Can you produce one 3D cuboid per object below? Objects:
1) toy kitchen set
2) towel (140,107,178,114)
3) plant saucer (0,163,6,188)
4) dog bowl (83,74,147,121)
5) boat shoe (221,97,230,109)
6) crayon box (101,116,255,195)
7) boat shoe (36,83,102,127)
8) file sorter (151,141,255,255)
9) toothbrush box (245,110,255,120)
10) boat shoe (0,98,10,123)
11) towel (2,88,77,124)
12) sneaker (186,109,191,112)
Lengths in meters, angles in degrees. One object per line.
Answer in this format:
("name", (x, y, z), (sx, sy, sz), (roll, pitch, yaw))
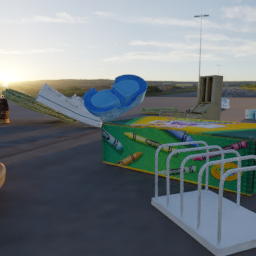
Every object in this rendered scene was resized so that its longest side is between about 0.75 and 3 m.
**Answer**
("toy kitchen set", (1.675, -0.831, 8.394), (1.691, 1.526, 1.380), (1, 5, -25))
("towel", (1.410, -0.794, 12.931), (1.497, 0.273, 1.111), (-3, 7, -17))
("plant saucer", (-1.994, 0.585, 2.394), (1.755, 0.328, 1.755), (-1, 7, 0))
("dog bowl", (-0.375, -0.938, 8.767), (2.151, 0.533, 1.199), (-30, 52, -24))
("boat shoe", (5.542, -1.459, 16.396), (0.742, 0.659, 2.017), (3, 8, 22))
("crayon box", (0.817, 0.236, 3.827), (2.115, 0.616, 1.256), (6, 10, 39))
("boat shoe", (-1.552, -0.628, 7.849), (1.952, 0.638, 0.718), (25, 0, -14))
("file sorter", (0.687, 0.476, 2.275), (0.642, 0.576, 0.925), (-4, 9, -22))
("toothbrush box", (4.809, -0.496, 10.393), (0.589, 0.343, 0.804), (0, 8, -3))
("boat shoe", (-5.113, -0.561, 8.997), (2.478, 0.871, 0.872), (-3, 10, -11))
("towel", (-2.893, -0.729, 9.304), (2.462, 0.449, 1.826), (19, 0, -18))
("sneaker", (2.742, -0.512, 10.158), (1.299, 0.487, 0.563), (7, 5, 42))
